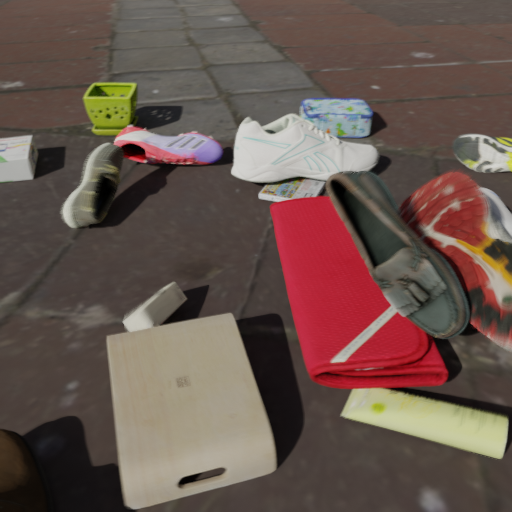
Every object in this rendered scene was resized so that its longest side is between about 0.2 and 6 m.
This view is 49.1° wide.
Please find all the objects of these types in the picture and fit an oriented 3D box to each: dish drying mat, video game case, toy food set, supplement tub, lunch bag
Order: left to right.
[{"bbox_3d":[-0.849,1.701,6.689,1.627,0.685,2.267,-9,44,-13],"label":"toy food set"},{"bbox_3d":[0.761,-1.365,11.363,1.092,0.137,1.200,12,35,17],"label":"video game case"},{"bbox_3d":[1.957,-3.472,13.947,1.710,0.705,1.375,1,32,-1],"label":"lunch bag"},{"bbox_3d":[1.320,0.222,8.695,1.800,0.426,4.686,-3,33,-3],"label":"dish drying mat"},{"bbox_3d":[3.873,-0.455,9.429,0.916,0.916,1.389,0,35,0],"label":"supplement tub"}]

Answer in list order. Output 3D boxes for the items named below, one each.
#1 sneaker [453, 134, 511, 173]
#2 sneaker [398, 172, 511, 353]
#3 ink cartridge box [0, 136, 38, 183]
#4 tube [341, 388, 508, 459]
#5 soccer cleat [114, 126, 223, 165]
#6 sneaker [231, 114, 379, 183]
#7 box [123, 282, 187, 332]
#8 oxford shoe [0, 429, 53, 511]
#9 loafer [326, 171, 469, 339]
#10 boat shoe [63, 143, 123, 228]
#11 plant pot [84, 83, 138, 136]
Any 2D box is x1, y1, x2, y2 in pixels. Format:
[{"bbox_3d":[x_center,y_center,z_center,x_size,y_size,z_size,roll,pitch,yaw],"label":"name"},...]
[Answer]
[{"bbox_3d":[5.309,-2.223,12.228,2.044,0.761,0.865,17,31,8],"label":"sneaker"},{"bbox_3d":[3.115,0.122,8.084,1.351,1.426,3.472,-34,41,18],"label":"sneaker"},{"bbox_3d":[-5.269,-2.093,12.097,0.885,0.533,1.218,-8,34,-10],"label":"ink cartridge box"},{"bbox_3d":[1.940,1.880,6.515,1.787,0.519,0.464,10,74,23],"label":"tube"},{"bbox_3d":[-1.912,-2.246,12.096,2.334,0.779,0.893,11,48,3],"label":"soccer cleat"},{"bbox_3d":[1.088,-2.219,11.479,3.184,1.276,1.120,-4,21,-16],"label":"sneaker"},{"bbox_3d":[-1.405,0.762,7.884,0.408,0.339,0.992,-31,7,27],"label":"box"},{"bbox_3d":[-2.422,2.503,5.024,0.976,1.133,2.685,-12,35,-13],"label":"oxford shoe"},{"bbox_3d":[1.676,-0.035,7.180,0.809,0.924,2.571,2,51,-50],"label":"loafer"},{"bbox_3d":[-2.895,-1.350,10.528,0.600,0.717,2.007,-1,52,24],"label":"boat shoe"},{"bbox_3d":[-3.507,-3.589,13.804,1.132,1.027,1.127,-1,34,-1],"label":"plant pot"}]
